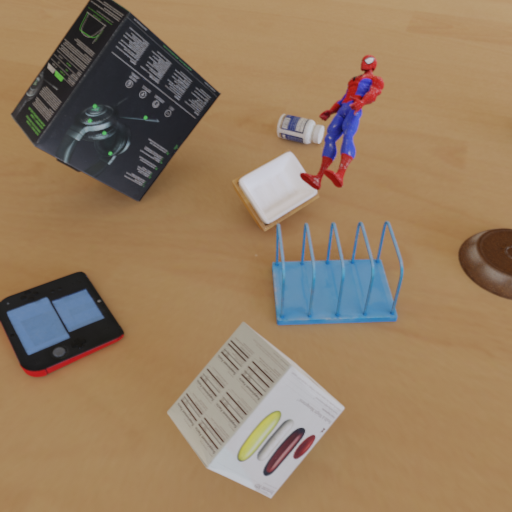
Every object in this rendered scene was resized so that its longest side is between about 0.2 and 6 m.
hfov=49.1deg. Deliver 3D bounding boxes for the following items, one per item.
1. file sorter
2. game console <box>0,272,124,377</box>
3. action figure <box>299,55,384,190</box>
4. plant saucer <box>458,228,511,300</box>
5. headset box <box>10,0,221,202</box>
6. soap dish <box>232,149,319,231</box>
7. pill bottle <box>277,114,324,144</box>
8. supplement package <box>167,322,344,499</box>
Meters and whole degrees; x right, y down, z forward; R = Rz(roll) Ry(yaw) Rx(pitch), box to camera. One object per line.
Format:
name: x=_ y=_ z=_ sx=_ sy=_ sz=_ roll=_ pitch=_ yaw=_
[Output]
file sorter: x=1.138 y=0.194 z=8.093 sx=1.725 sy=1.058 sz=1.197 roll=-1 pitch=44 yaw=-2
game console: x=-2.803 y=0.911 z=7.926 sx=1.379 sy=0.242 sz=1.559 roll=-25 pitch=49 yaw=-24
action figure: x=1.326 y=-2.039 z=8.157 sx=0.739 sy=0.584 sz=2.260 roll=-4 pitch=55 yaw=53
plant saucer: x=4.044 y=0.041 z=8.818 sx=1.608 sy=0.294 sz=1.608 roll=1 pitch=43 yaw=-1
headset box: x=-2.312 y=-2.439 z=9.279 sx=2.611 sy=2.273 sz=1.211 roll=-52 pitch=53 yaw=8
soap dish: x=0.315 y=-1.094 z=9.497 sx=1.260 sy=0.512 sz=0.992 roll=-33 pitch=88 yaw=-23
pill bottle: x=0.910 y=-2.569 z=11.434 sx=0.889 sy=0.493 sz=0.493 roll=18 pitch=46 yaw=18
supplement package: x=0.014 y=1.637 z=5.934 sx=1.254 sy=1.199 sz=0.922 roll=-50 pitch=41 yaw=-4
